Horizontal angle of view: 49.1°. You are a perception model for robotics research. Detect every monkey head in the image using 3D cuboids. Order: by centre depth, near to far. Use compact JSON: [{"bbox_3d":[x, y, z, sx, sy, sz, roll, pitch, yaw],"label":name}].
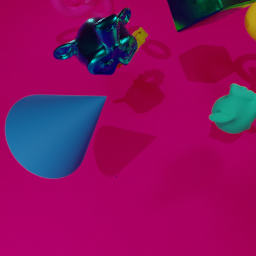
[{"bbox_3d":[-0.504,-1.714,5.233,1.831,1.317,1.103,-34,65,-11],"label":"monkey head"},{"bbox_3d":[2.471,-0.300,5.992,1.234,1.715,1.034,34,107,39],"label":"monkey head"}]

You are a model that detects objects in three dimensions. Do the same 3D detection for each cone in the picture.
[{"bbox_3d":[-0.851,-0.156,4.473,1.574,1.580,1.574,26,51,-37],"label":"cone"}]

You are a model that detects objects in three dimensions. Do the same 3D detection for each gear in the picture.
[{"bbox_3d":[-0.003,-1.938,6.845,0.213,1.152,1.152,41,59,-19],"label":"gear"}]

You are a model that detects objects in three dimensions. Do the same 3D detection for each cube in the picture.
[{"bbox_3d":[1.656,-2.905,5.840,1.242,1.242,1.242,-25,100,-30],"label":"cube"}]

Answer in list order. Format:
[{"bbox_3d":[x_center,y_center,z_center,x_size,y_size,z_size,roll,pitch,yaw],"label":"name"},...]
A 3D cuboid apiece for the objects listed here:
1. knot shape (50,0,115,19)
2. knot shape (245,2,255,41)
[{"bbox_3d":[-1.240,-3.704,7.749,1.879,2.008,0.928,-8,64,-23],"label":"knot shape"},{"bbox_3d":[3.496,-2.198,6.171,0.897,1.817,1.942,-7,97,-14],"label":"knot shape"}]
